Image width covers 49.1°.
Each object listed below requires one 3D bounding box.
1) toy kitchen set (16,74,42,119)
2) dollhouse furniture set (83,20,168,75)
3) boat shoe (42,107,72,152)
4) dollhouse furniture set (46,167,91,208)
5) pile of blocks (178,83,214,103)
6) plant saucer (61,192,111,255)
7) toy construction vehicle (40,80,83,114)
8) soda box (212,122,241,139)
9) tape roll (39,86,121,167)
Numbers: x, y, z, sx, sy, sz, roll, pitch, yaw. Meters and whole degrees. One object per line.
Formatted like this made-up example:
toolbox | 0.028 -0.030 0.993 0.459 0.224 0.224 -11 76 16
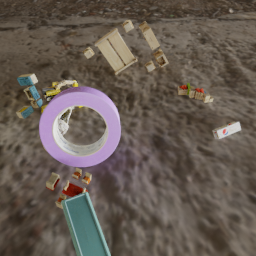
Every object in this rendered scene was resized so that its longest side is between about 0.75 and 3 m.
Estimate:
toy kitchen set | -3.132 -0.970 8.603 0.645 1.095 0.877 2 36 36
dollhouse furniture set | -0.079 -2.914 11.003 2.564 2.186 1.252 -30 29 13
boat shoe | -2.003 -0.046 8.072 0.562 0.574 1.621 -8 50 17
dollhouse furniture set | -1.459 1.454 6.749 0.954 0.497 0.964 23 57 7
pile of blocks | 2.347 -1.306 9.692 1.313 0.408 0.539 20 51 16
plant saucer | -0.845 2.178 5.773 0.627 0.170 1.793 -17 57 -18
toy construction vehicle | -2.264 -1.027 9.360 1.506 0.530 1.311 -17 48 -18
soda box | 2.922 0.062 8.280 0.782 0.266 0.249 -21 8 -11
tape roll | -1.192 -0.022 7.165 1.987 1.987 0.652 -3 20 -3
